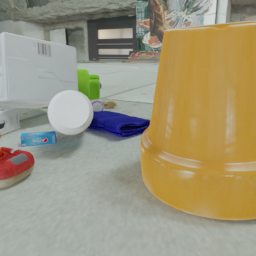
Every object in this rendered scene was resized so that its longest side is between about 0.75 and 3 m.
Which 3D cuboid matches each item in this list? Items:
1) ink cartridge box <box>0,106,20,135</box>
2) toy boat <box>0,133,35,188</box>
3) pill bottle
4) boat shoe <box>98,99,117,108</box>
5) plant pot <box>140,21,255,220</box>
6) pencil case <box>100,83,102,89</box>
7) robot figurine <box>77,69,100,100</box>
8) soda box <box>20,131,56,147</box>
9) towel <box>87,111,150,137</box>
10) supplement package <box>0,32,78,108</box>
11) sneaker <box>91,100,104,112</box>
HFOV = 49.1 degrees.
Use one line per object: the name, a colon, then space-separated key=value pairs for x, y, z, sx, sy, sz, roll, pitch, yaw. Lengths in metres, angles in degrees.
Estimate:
ink cartridge box: x=-4.212 y=-0.148 z=8.133 sx=1.223 sy=0.710 sz=1.695 roll=5 pitch=16 yaw=18
toy boat: x=-2.710 y=0.450 z=5.523 sx=1.646 sy=1.076 sz=1.074 roll=7 pitch=18 yaw=22
pill bottle: x=-1.491 y=-0.374 z=7.304 sx=1.117 sy=1.117 sz=2.054 roll=-4 pitch=0 yaw=-13
boat shoe: x=-0.935 y=-0.992 z=11.702 sx=0.983 sy=0.354 sz=0.319 roll=7 pitch=31 yaw=20
plant pot: x=1.648 y=-0.419 z=5.034 sx=2.987 sy=2.734 sz=2.987 roll=-4 pitch=21 yaw=2
pencil case: x=-2.050 y=-2.555 z=16.808 sx=0.929 sy=0.363 sz=0.404 roll=8 pitch=-10 yaw=26
robot figurine: x=-2.565 y=-1.787 z=12.197 sx=2.661 sy=1.539 sz=2.335 roll=-1 pitch=35 yaw=-8
soda box: x=-2.379 y=0.282 z=7.477 sx=0.891 sy=0.286 sz=0.302 roll=-4 pitch=17 yaw=-13
towel: x=-0.434 y=-0.136 z=8.678 sx=1.982 sy=0.491 sz=1.463 roll=15 pitch=16 yaw=42
supplement package: x=-3.638 y=-1.780 z=9.736 sx=2.750 sy=2.023 sz=2.630 roll=-1 pitch=1 yaw=40
sneaker: x=-1.763 y=-0.497 z=9.778 sx=1.867 sy=0.699 sz=0.930 roll=-14 pitch=2 yaw=-38
